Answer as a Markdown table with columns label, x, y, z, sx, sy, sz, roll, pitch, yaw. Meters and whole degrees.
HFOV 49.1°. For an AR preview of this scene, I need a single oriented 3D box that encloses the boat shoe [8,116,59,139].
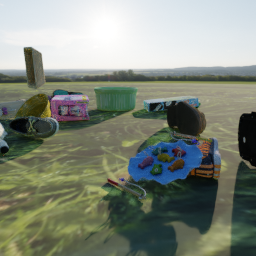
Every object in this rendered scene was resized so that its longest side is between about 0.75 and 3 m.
| label | x | y | z | sx | sy | sz | roll | pitch | yaw |
| --- | --- | --- | --- | --- | --- | --- | --- | --- | --- |
| boat shoe | -2.747 | -0.026 | 8.097 | 1.754 | 0.627 | 0.524 | 1 | -7 | 34 |

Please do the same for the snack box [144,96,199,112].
| label | x | y | z | sx | sy | sz | roll | pitch | yaw |
| --- | --- | --- | --- | --- | --- | --- | --- | --- | --- |
| snack box | 2.150 | -1.263 | 14.336 | 2.533 | 0.470 | 1.472 | -6 | 12 | -4 |

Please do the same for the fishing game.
| label | x | y | z | sx | sy | sz | roll | pitch | yaw |
| --- | --- | --- | --- | --- | --- | --- | --- | --- | --- |
| fishing game | 0.628 | 0.539 | 5.022 | 1.945 | 0.302 | 1.393 | -30 | 27 | -30 |

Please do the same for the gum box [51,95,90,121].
| label | x | y | z | sx | sy | sz | roll | pitch | yaw |
| --- | --- | --- | --- | --- | --- | --- | --- | --- | --- |
| gum box | -2.449 | -0.905 | 12.058 | 1.475 | 0.859 | 2.599 | -2 | 11 | -10 |

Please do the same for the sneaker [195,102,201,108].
| label | x | y | z | sx | sy | sz | roll | pitch | yaw |
| --- | --- | --- | --- | --- | --- | --- | --- | --- | --- |
| sneaker | 3.668 | -1.165 | 14.910 | 0.348 | 0.308 | 0.833 | 13 | 26 | 41 |

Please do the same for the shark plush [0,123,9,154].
| label | x | y | z | sx | sy | sz | roll | pitch | yaw |
| --- | --- | --- | --- | --- | --- | --- | --- | --- | --- |
| shark plush | -3.866 | 0.106 | 7.193 | 1.111 | 1.212 | 2.667 | -34 | 24 | -9 |

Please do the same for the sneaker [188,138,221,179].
| label | x | y | z | sx | sy | sz | roll | pitch | yaw |
| --- | --- | --- | --- | --- | --- | --- | --- | --- | --- |
| sneaker | 1.361 | 0.526 | 5.642 | 0.856 | 0.592 | 1.527 | 4 | 12 | 12 |

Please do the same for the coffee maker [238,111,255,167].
| label | x | y | z | sx | sy | sz | roll | pitch | yaw |
| --- | --- | --- | --- | --- | --- | --- | --- | --- | --- |
| coffee maker | 3.500 | 0.295 | 5.573 | 1.958 | 1.319 | 1.880 | -2 | 28 | -3 |

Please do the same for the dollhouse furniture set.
| label | x | y | z | sx | sy | sz | roll | pitch | yaw |
| --- | --- | --- | --- | --- | --- | --- | --- | --- | --- |
| dollhouse furniture set | -4.801 | -1.838 | 11.723 | 2.107 | 2.968 | 2.352 | -17 | 22 | -42 |

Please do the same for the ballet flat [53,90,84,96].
| label | x | y | z | sx | sy | sz | roll | pitch | yaw |
| --- | --- | --- | --- | --- | --- | --- | --- | --- | --- |
| ballet flat | -3.942 | -2.016 | 18.219 | 2.262 | 0.769 | 0.774 | 4 | -3 | -39 |

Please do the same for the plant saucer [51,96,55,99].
| label | x | y | z | sx | sy | sz | roll | pitch | yaw |
| --- | --- | --- | --- | --- | --- | --- | --- | --- | --- |
| plant saucer | -4.526 | -1.539 | 16.204 | 2.802 | 0.512 | 2.802 | -1 | 11 | 0 |

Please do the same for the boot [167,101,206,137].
| label | x | y | z | sx | sy | sz | roll | pitch | yaw |
| --- | --- | --- | --- | --- | --- | --- | --- | --- | --- |
| boot | 2.055 | -0.338 | 8.886 | 1.081 | 1.054 | 2.864 | 0 | 8 | -4 |

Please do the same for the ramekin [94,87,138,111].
| label | x | y | z | sx | sy | sz | roll | pitch | yaw |
| --- | --- | --- | --- | --- | --- | --- | --- | --- | --- |
| ramekin | -0.623 | -1.544 | 14.621 | 2.268 | 1.108 | 2.268 | 0 | 11 | 0 |

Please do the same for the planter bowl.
| label | x | y | z | sx | sy | sz | roll | pitch | yaw |
| --- | --- | --- | --- | --- | --- | --- | --- | --- | --- |
| planter bowl | -3.090 | -0.414 | 9.498 | 1.480 | 1.480 | 0.617 | 9 | -27 | 39 |
